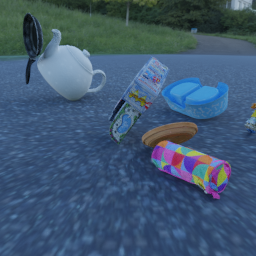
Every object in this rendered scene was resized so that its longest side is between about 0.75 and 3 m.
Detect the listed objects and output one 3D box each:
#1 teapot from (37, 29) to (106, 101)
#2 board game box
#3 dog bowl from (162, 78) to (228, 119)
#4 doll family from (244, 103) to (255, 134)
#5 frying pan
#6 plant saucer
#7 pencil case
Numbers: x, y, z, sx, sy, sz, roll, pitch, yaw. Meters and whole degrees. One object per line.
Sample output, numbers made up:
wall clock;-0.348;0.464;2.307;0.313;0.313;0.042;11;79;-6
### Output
teapot;-2.244;-2.420;11.362;1.808;2.443;2.475;-40;1;9
board game box;0.178;-0.686;6.713;0.629;2.039;2.037;36;16;-3
dog bowl;2.231;-1.010;9.380;1.439;0.640;2.581;-31;28;-16
doll family;3.468;-0.308;6.971;0.643;0.886;1.428;35;-1;-18
frying pan;-3.469;-2.825;10.325;0.427;2.626;1.589;-13;23;-34
plant saucer;0.919;0.193;6.106;1.220;0.197;1.220;-10;-20;-4
pencil case;1.073;0.670;4.947;0.636;0.636;1.439;-12;21;-34
